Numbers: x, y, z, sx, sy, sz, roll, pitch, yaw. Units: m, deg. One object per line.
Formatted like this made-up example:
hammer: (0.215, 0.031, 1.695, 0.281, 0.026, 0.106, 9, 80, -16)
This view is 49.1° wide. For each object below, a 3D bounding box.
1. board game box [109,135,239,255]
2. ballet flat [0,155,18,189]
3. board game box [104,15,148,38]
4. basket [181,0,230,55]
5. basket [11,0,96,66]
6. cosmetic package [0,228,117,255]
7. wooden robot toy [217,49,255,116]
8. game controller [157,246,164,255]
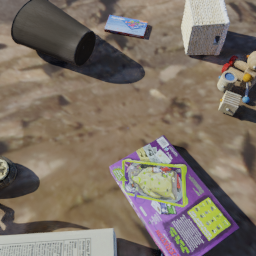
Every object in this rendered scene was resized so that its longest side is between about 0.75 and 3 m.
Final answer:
board game box: (0.901, 1.513, 6.116, 1.565, 0.421, 2.608, -27, 60, -17)
ballet flat: (-3.938, 0.871, 6.430, 2.758, 0.639, 0.929, 8, 59, 6)
board game box: (-0.059, -3.211, 8.859, 1.263, 0.123, 0.650, 13, 65, 7)
basket: (2.177, -2.969, 8.094, 1.037, 1.277, 1.289, -2, 63, 2)
basket: (-1.977, -2.657, 7.973, 1.887, 1.284, 1.702, 29, 58, 10)
cosmetic package: (-1.670, 2.804, 5.204, 2.978, 1.058, 1.566, -2, 63, -1)
wooden robot toy: (3.167, -1.614, 7.444, 1.133, 1.167, 2.571, 37, 68, 17)
game controller: (0.892, 2.706, 5.773, 0.584, 0.236, 1.120, -4, 61, 14)
